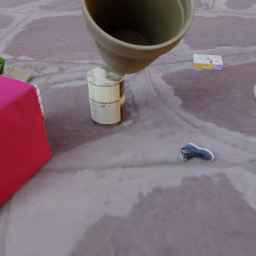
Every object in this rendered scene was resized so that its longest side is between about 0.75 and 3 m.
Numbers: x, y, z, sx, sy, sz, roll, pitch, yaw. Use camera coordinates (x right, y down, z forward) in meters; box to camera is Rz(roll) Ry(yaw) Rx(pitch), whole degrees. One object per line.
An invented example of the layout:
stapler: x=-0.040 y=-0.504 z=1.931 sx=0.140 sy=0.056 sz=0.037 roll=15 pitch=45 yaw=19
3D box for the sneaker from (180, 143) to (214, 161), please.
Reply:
sneaker: x=1.919 y=0.781 z=8.038 sx=0.662 sy=0.349 sz=0.917 roll=-19 pitch=31 yaw=-39

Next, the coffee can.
coffee can: x=-0.698 y=-1.039 z=9.337 sx=1.215 sy=1.660 sz=1.215 roll=0 pitch=38 yaw=0

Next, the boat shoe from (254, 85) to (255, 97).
boat shoe: x=5.489 y=-0.941 z=10.077 sx=0.635 sy=0.769 sz=2.242 roll=3 pitch=35 yaw=-29

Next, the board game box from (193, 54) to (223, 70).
board game box: x=3.711 y=-3.095 z=13.100 sx=1.320 sy=0.266 sz=1.010 roll=6 pitch=39 yaw=8

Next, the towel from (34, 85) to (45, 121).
towel: x=-2.866 y=-0.235 z=8.376 sx=0.312 sy=1.526 sz=2.085 roll=8 pitch=28 yaw=-28

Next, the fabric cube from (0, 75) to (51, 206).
fabric cube: x=-3.890 y=0.264 z=7.029 sx=2.555 sy=2.507 sz=2.547 roll=19 pitch=43 yaw=21

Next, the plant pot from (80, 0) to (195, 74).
plant pot: x=0.114 y=-2.575 z=7.254 sx=2.597 sy=2.254 sz=2.597 roll=2 pitch=73 yaw=-7

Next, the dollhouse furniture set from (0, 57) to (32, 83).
dollhouse furniture set: x=-5.119 y=-2.061 z=11.679 sx=1.804 sy=0.905 sz=1.182 roll=27 pitch=44 yaw=-12
